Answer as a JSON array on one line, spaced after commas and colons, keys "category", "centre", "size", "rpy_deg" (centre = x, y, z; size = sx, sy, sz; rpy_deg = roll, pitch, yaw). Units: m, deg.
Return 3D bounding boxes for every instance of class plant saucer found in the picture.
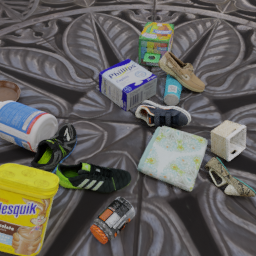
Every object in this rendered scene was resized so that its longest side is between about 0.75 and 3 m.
[{"category": "plant saucer", "centre": [-6.100, -1.352, 12.878], "size": [2.334, 0.402, 2.334], "rpy_deg": [0, 47, 0]}]

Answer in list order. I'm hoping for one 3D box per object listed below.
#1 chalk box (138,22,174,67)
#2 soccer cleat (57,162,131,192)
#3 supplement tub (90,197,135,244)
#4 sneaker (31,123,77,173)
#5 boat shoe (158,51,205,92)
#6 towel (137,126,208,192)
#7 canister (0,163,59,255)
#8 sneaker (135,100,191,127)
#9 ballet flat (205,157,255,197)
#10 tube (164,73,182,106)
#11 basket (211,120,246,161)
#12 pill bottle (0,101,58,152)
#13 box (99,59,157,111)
[{"category": "chalk box", "centre": [1.447, -4.321, 14.901], "size": [1.574, 1.566, 2.530], "rpy_deg": [10, 47, 10]}, {"category": "soccer cleat", "centre": [-1.173, 1.630, 9.559], "size": [2.583, 1.047, 0.872], "rpy_deg": [0, 46, 0]}, {"category": "supplement tub", "centre": [-0.469, 2.825, 8.586], "size": [0.809, 0.809, 1.321], "rpy_deg": [33, 55, 28]}, {"category": "sneaker", "centre": [-2.692, 0.723, 10.412], "size": [0.917, 1.072, 2.588], "rpy_deg": [17, 49, 14]}, {"category": "boat shoe", "centre": [2.673, -2.618, 13.198], "size": [2.564, 0.827, 0.914], "rpy_deg": [31, 38, -9]}, {"category": "towel", "centre": [1.724, 1.012, 10.484], "size": [2.065, 0.581, 2.412], "rpy_deg": [18, 49, 17]}, {"category": "canister", "centre": [-3.001, 2.326, 7.886], "size": [1.682, 2.264, 0.980], "rpy_deg": [15, 15, -3]}, {"category": "sneaker", "centre": [1.390, -0.444, 11.664], "size": [2.330, 0.914, 0.925], "rpy_deg": [17, 42, 30]}, {"category": "ballet flat", "centre": [3.438, 1.846, 9.743], "size": [0.742, 0.669, 1.971], "rpy_deg": [-38, 49, -4]}, {"category": "tube", "centre": [2.225, -2.138, 13.469], "size": [1.041, 0.677, 2.687], "rpy_deg": [29, 44, -10]}, {"category": "basket", "centre": [3.776, 0.442, 10.572], "size": [1.087, 1.097, 0.882], "rpy_deg": [-30, 37, -26]}, {"category": "pill bottle", "centre": [-4.293, -0.183, 10.948], "size": [2.772, 1.556, 1.556], "rpy_deg": [20, 49, 17]}, {"category": "box", "centre": [-0.029, -2.065, 13.075], "size": [1.899, 1.083, 2.065], "rpy_deg": [-32, 53, -28]}]
